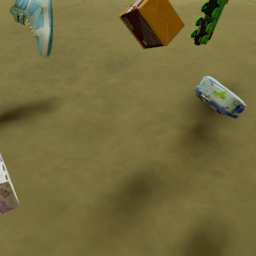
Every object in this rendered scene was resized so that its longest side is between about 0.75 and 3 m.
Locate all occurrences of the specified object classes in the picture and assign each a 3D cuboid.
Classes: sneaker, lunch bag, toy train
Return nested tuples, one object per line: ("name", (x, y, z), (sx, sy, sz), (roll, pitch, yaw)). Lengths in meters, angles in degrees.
("sneaker", (-3.006, -3.160, 8.719), (1.265, 1.937, 0.770), (0, -3, -9))
("lunch bag", (1.637, -0.512, 4.893), (0.791, 0.406, 0.985), (43, 20, 25))
("toy train", (2.270, -3.221, 7.050), (0.686, 2.431, 0.507), (-27, 58, -36))

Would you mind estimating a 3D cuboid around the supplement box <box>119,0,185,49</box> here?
("supplement box", (0.480, -2.237, 5.858), (0.622, 0.924, 0.936), (-49, 27, -11))

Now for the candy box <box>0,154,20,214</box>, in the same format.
("candy box", (-1.927, 0.729, 4.140), (0.296, 0.695, 0.829), (-21, 50, -23))
